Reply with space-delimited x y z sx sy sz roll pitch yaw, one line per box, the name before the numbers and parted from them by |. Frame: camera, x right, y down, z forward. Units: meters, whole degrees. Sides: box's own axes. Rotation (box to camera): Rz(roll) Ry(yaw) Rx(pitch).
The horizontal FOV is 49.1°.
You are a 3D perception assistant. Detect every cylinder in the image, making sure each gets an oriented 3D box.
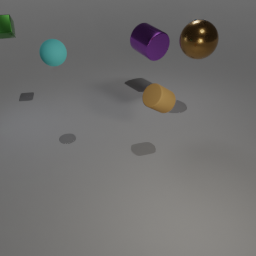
cylinder | 0.889 -0.843 8.024 0.700 0.700 0.700 18 12 -46
cylinder | 1.043 -4.160 13.511 1.400 1.400 1.400 -20 46 -30

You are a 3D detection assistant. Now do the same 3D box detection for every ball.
ball | 2.605 -3.246 10.314 1.400 1.400 1.400 0 31 0
ball | -1.970 -1.981 7.379 0.700 0.700 0.700 0 31 0

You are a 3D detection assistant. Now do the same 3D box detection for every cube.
cube | -4.886 -3.963 10.989 0.700 0.700 0.700 -7 2 -10
